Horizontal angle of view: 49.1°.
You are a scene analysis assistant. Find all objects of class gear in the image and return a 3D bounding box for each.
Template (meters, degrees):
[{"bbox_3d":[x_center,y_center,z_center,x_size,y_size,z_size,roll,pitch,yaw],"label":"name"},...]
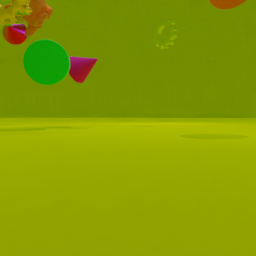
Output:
[{"bbox_3d":[-3.075,-3.401,7.019,1.561,1.561,0.289,1,17,21],"label":"gear"},{"bbox_3d":[1.535,-3.938,11.717,0.221,1.194,1.194,-8,7,-40],"label":"gear"}]

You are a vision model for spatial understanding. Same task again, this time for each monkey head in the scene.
[{"bbox_3d":[-3.037,-3.554,8.520,1.121,1.861,1.339,40,-50,-20],"label":"monkey head"}]

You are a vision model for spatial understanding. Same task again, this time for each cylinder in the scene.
[{"bbox_3d":[-2.286,-1.870,8.058,1.201,1.201,1.201,0,12,-10],"label":"cylinder"}]

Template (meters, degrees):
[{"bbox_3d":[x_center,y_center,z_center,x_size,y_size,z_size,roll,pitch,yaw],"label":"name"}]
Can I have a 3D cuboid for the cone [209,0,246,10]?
[{"bbox_3d":[2.232,-3.676,6.526,1.250,1.255,1.250,-9,-38,-7],"label":"cone"}]

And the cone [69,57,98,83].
[{"bbox_3d":[-1.414,-2.174,9.601,0.992,0.989,0.989,-19,-7,28],"label":"cone"}]

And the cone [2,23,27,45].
[{"bbox_3d":[-4.024,-3.414,9.696,0.882,0.882,0.885,0,5,-7],"label":"cone"}]
